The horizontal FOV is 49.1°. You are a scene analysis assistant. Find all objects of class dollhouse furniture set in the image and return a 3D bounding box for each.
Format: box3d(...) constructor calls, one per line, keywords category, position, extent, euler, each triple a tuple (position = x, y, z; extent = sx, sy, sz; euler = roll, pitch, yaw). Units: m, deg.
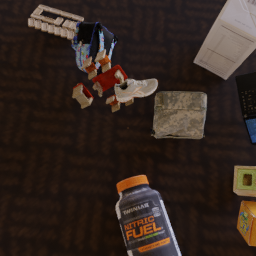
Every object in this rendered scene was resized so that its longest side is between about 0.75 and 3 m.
box3d(category="dollhouse furniture set", position=(-0.844, -1.341, 8.531), extent=(1.670, 1.688, 0.870), euler=(-24, 33, 20))

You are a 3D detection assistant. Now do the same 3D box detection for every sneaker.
box3d(category="sneaker", position=(0.216, -1.148, 7.759), extent=(1.251, 0.575, 0.474), euler=(-20, 47, 2))

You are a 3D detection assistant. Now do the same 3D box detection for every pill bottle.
box3d(category="pill bottle", position=(0.436, 2.513, 7.389), extent=(1.293, 1.293, 2.435), euler=(-17, 69, -6))

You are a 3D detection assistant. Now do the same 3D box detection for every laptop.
box3d(category="laptop", position=(4.361, -0.730, 8.273), extent=(1.857, 1.082, 2.095), euler=(-10, 95, 16))

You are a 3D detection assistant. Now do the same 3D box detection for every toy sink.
box3d(category="toy sink", position=(3.621, 1.502, 7.816), extent=(1.164, 0.652, 0.759), euler=(-1, 68, 34))

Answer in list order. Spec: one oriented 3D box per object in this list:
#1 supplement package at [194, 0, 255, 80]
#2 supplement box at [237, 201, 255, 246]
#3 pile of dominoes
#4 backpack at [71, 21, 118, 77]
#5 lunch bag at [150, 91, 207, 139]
box3d(category="supplement package", position=(3.150, -2.767, 8.584), extent=(1.340, 2.356, 1.290), euler=(30, 75, 4))
box3d(category="supplement box", position=(4.414, 2.637, 7.428), extent=(2.716, 0.904, 0.934), euler=(8, 101, 1))
box3d(category="pile of dominoes", position=(-2.524, -3.636, 9.851), extent=(1.821, 0.290, 1.419), euler=(17, 51, 1))
box3d(category="backpack", position=(-1.125, -2.422, 8.921), extent=(1.050, 1.425, 1.561), euler=(12, 92, 23))
box3d(category="lunch bag", position=(1.513, -0.338, 8.448), extent=(1.602, 1.116, 1.344), euler=(2, 82, -1))
